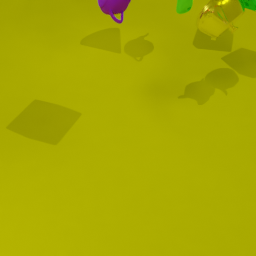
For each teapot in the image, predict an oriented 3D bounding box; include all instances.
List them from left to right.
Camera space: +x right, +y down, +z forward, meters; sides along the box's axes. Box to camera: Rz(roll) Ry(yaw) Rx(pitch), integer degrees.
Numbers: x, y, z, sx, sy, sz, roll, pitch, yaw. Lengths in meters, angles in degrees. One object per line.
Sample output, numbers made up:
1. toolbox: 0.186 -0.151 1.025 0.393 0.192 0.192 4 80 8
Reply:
1. teapot: -0.334 -3.986 8.324 0.914 1.161 1.867 4 79 -29
2. teapot: 2.228 -2.609 6.591 0.903 1.146 1.844 49 29 3

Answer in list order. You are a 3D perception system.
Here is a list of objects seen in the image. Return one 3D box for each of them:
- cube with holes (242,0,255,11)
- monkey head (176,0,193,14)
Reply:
1. cube with holes: 3.081 -3.621 6.612 1.103 1.103 1.103 -46 38 11
2. monkey head: 0.802 -2.613 4.897 0.883 1.054 1.465 31 49 34
